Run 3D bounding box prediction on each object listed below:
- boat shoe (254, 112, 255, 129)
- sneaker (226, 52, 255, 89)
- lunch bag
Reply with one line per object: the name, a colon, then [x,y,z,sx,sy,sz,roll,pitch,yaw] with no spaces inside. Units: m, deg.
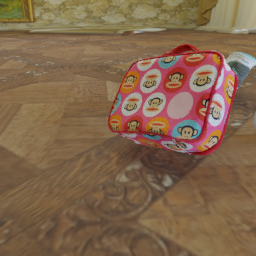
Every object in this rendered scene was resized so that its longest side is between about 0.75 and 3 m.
boat shoe: [3.779,0.059,7.352,0.490,0.551,1.498,7,43,-7]
sneaker: [3.570,-1.796,10.498,1.100,1.293,2.835,26,-7,0]
lunch bag: [0.929,-0.740,6.215,2.672,2.353,1.095,9,-15,44]
